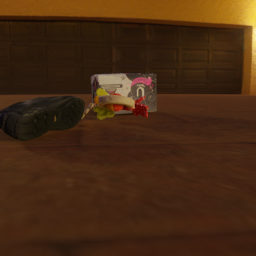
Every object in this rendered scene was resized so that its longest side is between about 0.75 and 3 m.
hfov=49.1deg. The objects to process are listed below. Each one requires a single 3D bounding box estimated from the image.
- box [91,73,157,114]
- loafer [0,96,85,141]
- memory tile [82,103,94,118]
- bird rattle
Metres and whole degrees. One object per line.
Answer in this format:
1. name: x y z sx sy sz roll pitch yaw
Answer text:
1. box: -0.183 -1.543 12.412 2.631 1.739 1.510 -5 10 -18
2. loafer: -2.100 -0.404 7.247 1.018 0.985 2.900 19 18 18
3. memory tile: -1.422 -0.446 8.911 0.076 0.903 0.692 43 -8 -16
4. bird rattle: -0.317 -0.758 9.598 1.987 1.119 1.620 10 -3 17
